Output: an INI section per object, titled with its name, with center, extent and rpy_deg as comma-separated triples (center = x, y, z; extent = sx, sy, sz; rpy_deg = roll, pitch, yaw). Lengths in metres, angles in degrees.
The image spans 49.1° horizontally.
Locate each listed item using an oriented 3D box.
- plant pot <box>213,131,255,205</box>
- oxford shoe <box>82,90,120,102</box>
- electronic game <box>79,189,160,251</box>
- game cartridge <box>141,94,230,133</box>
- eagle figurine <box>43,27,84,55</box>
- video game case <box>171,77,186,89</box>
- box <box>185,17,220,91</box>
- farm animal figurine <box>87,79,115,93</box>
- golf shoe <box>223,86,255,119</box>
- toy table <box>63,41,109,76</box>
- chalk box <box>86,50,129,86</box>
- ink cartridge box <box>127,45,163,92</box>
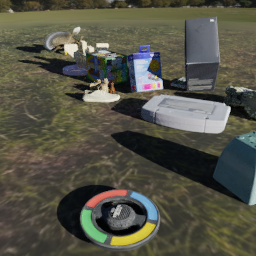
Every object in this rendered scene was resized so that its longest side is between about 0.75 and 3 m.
[plant pot]
center = 2.930, 0.808, 6.575
extent = 1.220, 1.243, 1.217
rpy_deg = -13, 30, -24
[oxford shoe]
center = -1.153, -1.390, 11.935
extent = 1.601, 0.462, 0.602
rpy_deg = 1, 23, -2
[electronic game]
center = -0.166, 1.779, 5.619
extent = 1.615, 0.336, 1.615
rpy_deg = 0, 27, 0
[game cartridge]
center = 2.072, -0.553, 10.162
extent = 2.928, 0.608, 1.950
rpy_deg = 12, 33, 22
[eagle figurine]
center = -4.671, -6.313, 20.638
extent = 2.643, 2.005, 1.995
rpy_deg = 7, 47, 3
[video game case]
center = 3.007, -2.223, 13.970
extent = 1.241, 0.150, 1.362
rpy_deg = 18, 32, 33
[box]
center = 3.179, -3.153, 12.312
extent = 1.360, 2.316, 2.277
rpy_deg = -1, 68, 11
[farm animal figurine]
center = -1.229, -1.994, 12.964
extent = 0.994, 0.619, 1.231
rpy_deg = -22, 34, -37
[golf shoe]
center = 4.930, -1.049, 10.727
extent = 1.254, 1.010, 2.579
rpy_deg = -5, 27, -22
[toy table]
center = -2.372, -3.977, 15.939
extent = 2.690, 1.575, 2.473
rpy_deg = -14, 30, -28
[chalk box]
center = -0.927, -3.018, 14.196
extent = 1.409, 1.399, 2.257
rpy_deg = -19, 33, -35
[ink cartridge box]
center = 0.766, -2.679, 12.691
extent = 1.362, 1.996, 0.762
rpy_deg = -10, 9, -20
